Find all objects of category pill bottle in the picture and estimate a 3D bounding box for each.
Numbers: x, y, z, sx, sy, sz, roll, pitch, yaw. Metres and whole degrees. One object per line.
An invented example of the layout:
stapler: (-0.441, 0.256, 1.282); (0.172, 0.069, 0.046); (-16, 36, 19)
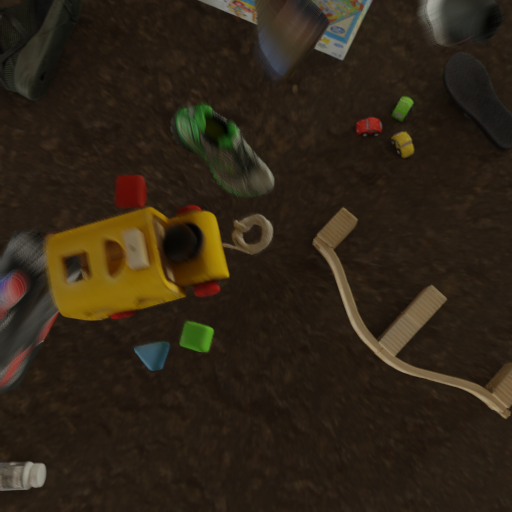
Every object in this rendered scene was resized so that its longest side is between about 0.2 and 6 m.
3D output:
pill bottle: (-4.310, 3.995, 10.167); (0.831, 0.473, 0.473); (-2, 78, -1)

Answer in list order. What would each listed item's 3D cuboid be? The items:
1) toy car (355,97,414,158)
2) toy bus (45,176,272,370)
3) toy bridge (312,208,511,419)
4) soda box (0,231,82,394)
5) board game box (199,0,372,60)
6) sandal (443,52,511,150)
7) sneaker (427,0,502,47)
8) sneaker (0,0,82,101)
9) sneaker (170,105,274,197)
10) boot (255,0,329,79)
toy car: (2.920, -2.855, 11.764); (1.341, 0.299, 1.262); (30, 79, 6)
toy bus: (-1.571, 0.024, 8.041); (2.627, 1.439, 2.784); (29, 87, 13)
toy bridge: (2.896, 1.300, 10.666); (4.868, 0.663, 1.636); (44, 84, 9)
soda box: (-3.891, 0.946, 9.121); (0.849, 0.949, 2.682); (33, 99, 14)
board game box: (0.770, -6.131, 12.319); (3.635, 0.622, 2.443); (25, 79, 6)
sandal: (4.680, -3.189, 11.811); (0.875, 0.493, 2.301); (-33, 89, 0)
sneaker: (3.224, -3.437, 8.447); (0.906, 1.827, 0.646); (38, 108, 24)
sneaker: (-4.854, -5.034, 11.768); (1.837, 1.226, 3.207); (22, 84, -2)
sneaker: (-0.456, -1.701, 9.413); (2.083, 0.888, 0.813); (35, 72, -30)
boot: (0.139, -3.721, 8.489); (0.799, 1.036, 2.138); (-21, 68, -34)
